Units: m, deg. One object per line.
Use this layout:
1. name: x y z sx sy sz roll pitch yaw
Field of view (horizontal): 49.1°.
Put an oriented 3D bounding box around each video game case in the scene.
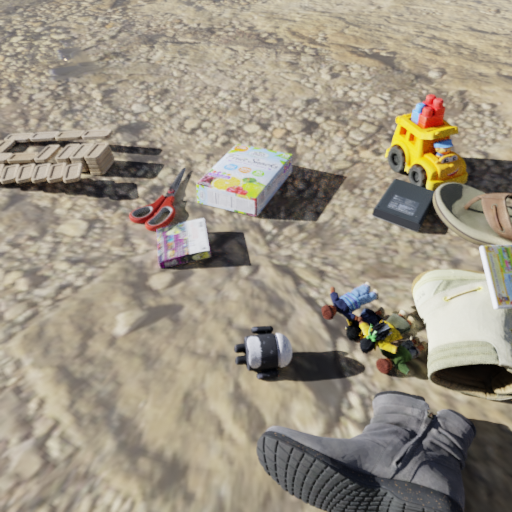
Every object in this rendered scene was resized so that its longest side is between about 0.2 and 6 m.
1. video game case: -1.251 -0.231 9.603 0.881 0.174 0.972 -13 40 -2
2. video game case: 3.446 0.266 7.486 0.791 0.099 0.869 -3 73 -12

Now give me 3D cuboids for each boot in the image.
1. boot: 1.261 2.140 6.370 2.314 0.808 1.523 21 39 8
2. boot: 3.473 1.008 7.572 2.484 0.895 1.921 -1 37 8

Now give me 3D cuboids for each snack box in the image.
1. snack box: -0.202 -1.545 11.095 1.287 0.479 1.809 16 41 19

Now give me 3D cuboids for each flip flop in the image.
1. flip flop: 4.415 -0.526 9.478 1.269 0.901 3.130 -21 43 -24

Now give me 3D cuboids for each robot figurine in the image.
1. robot figurine: 0.095 1.298 7.548 0.776 0.583 0.484 -5 22 -6

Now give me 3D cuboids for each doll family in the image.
1. doll family: 1.596 0.993 7.870 0.927 0.629 1.603 -25 40 -23

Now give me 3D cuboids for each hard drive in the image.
1. hard drive: 2.819 -0.986 10.547 0.890 0.210 1.276 22 43 19

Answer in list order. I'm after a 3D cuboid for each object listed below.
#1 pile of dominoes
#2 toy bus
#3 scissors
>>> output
1. pile of dominoes: -4.494 -1.978 11.920 2.810 0.447 2.190 0 38 14
2. toy bus: 3.507 -2.300 11.186 1.121 1.585 1.651 -14 42 -19
3. scissors: -1.635 -1.132 10.893 0.794 0.151 2.172 14 39 21
